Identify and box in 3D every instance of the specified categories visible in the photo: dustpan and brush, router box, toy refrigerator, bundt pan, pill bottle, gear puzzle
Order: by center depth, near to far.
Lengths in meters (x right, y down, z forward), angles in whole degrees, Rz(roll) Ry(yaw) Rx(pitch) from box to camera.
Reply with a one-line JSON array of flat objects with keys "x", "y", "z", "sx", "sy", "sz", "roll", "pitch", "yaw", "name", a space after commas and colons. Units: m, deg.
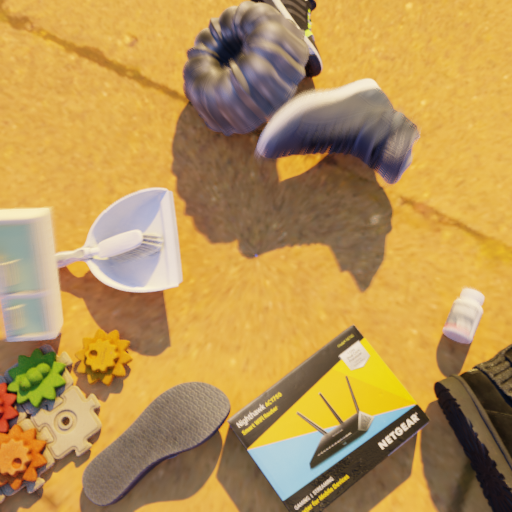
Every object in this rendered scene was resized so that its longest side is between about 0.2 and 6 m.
[{"x": 1.083, "y": 2.545, "z": 8.616, "sx": 2.483, "sy": 0.634, "sz": 1.852, "roll": -36, "pitch": 75, "yaw": -11, "name": "router box"}, {"x": -3.529, "y": 0.303, "z": 8.654, "sx": 0.746, "sy": 0.688, "sz": 1.966, "roll": -2, "pitch": 108, "yaw": -7, "name": "toy refrigerator"}, {"x": -3.482, "y": 2.467, "z": 8.679, "sx": 3.658, "sy": 0.479, "sz": 1.895, "roll": -35, "pitch": 75, "yaw": -13, "name": "gear puzzle"}, {"x": 3.437, "y": 0.981, "z": 9.214, "sx": 0.482, "sy": 0.482, "sz": 0.806, "roll": 26, "pitch": 73, "yaw": 8, "name": "pill bottle"}, {"x": -2.501, "y": -0.087, "z": 9.373, "sx": 2.468, "sy": 0.706, "sz": 1.722, "roll": -15, "pitch": 76, "yaw": 27, "name": "dustpan and brush"}, {"x": -0.349, "y": -3.394, "z": 9.807, "sx": 2.429, "sy": 0.912, "sz": 2.429, "roll": -15, "pitch": 63, "yaw": 31, "name": "bundt pan"}]

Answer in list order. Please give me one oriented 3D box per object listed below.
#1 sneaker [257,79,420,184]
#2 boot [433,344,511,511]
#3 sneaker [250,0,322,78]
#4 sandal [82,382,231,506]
[{"x": 1.485, "y": -1.868, "z": 9.365, "sx": 2.583, "sy": 0.982, "sz": 1.866, "roll": -26, "pitch": 64, "yaw": -15, "name": "sneaker"}, {"x": 4.413, "y": 2.712, "z": 8.266, "sx": 2.372, "sy": 1.194, "sz": 3.173, "roll": -22, "pitch": 73, "yaw": -7, "name": "boot"}, {"x": 0.790, "y": -4.635, "z": 10.818, "sx": 1.052, "sy": 0.911, "sz": 2.541, "roll": -27, "pitch": 74, "yaw": -8, "name": "sneaker"}, {"x": -1.532, "y": 2.814, "z": 8.663, "sx": 2.550, "sy": 0.546, "sz": 0.970, "roll": -34, "pitch": 68, "yaw": -1, "name": "sandal"}]
